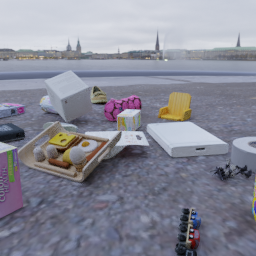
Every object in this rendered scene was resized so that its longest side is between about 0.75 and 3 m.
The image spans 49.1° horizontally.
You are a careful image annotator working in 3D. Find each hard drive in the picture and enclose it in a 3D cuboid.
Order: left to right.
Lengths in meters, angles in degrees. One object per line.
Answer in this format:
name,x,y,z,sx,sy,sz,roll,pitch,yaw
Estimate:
hard drive,-4.879,0.256,9.679,2.110,0.347,1.472,-12,19,-38
hard drive,1.859,0.307,9.475,1.808,0.366,2.741,-3,15,-10

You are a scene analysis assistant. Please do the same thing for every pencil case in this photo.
pencil case,-3.372,-1.082,13.695,2.036,0.847,0.924,11,9,32
pencil case,-0.163,-0.988,13.021,0.989,1.020,2.179,1,13,29

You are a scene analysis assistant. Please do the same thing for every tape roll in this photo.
tape roll,3.680,0.716,7.618,1.621,0.535,1.621,1,15,0

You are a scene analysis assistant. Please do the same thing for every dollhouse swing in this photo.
dollhouse swing,2.204,-1.020,12.984,1.279,1.124,1.162,11,18,34

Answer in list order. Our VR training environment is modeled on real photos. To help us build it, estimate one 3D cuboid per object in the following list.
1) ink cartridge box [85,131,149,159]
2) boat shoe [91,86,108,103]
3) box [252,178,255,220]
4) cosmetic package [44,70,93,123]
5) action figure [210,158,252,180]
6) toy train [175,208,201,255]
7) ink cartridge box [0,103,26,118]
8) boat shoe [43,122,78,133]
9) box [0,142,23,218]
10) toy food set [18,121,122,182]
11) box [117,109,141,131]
ink cartridge box,-0.405,0.498,8.644,1.916,0.453,1.534,0,15,-5
boat shoe,-1.855,-2.074,17.440,0.972,0.838,2.664,-3,15,-11
box,2.525,1.317,4.827,0.513,0.810,0.841,3,15,11
cosmetic package,-2.561,-1.388,12.142,1.346,1.338,1.608,-28,51,-24
action figure,2.468,0.993,6.764,0.906,0.462,0.538,1,26,-3
toy train,0.953,1.717,4.396,0.362,0.270,1.581,7,17,14
ink cartridge box,-6.310,-0.784,13.414,1.405,0.494,2.354,8,18,28
boat shoe,-2.493,0.033,10.492,1.292,0.451,0.460,6,6,4
box,-2.813,0.911,5.477,1.426,1.254,0.689,11,18,34
toy food set,-1.530,0.435,7.342,2.322,0.701,1.666,10,38,30
box,0.049,-0.280,11.028,0.620,0.688,1.224,5,16,17
